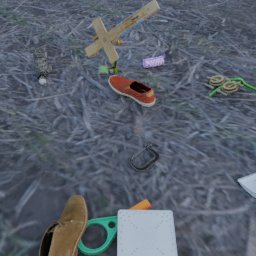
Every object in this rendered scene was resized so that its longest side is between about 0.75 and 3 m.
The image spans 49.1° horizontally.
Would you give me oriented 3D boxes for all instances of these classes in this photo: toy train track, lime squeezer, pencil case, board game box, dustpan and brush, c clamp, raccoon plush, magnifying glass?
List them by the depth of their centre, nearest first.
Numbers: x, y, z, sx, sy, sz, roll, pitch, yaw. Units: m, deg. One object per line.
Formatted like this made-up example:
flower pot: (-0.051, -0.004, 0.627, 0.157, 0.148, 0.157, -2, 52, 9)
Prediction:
board game box: (0.470, 2.844, 7.171, 1.479, 0.191, 1.479, 1, 51, -2)
magnifying glass: (-0.356, 2.585, 7.567, 2.238, 0.251, 0.891, -24, 49, -24)
dustpan and brush: (4.411, 1.919, 7.966, 1.501, 0.616, 2.151, -15, 46, -15)
toy train track: (-0.177, -2.955, 8.566, 0.429, 2.634, 1.511, -10, 74, -64)
c clamp: (0.482, 0.916, 9.350, 1.056, 0.167, 1.236, 34, 52, 23)
lime squeezer: (4.491, -1.736, 11.964, 2.348, 0.443, 0.829, -4, 77, -5)
raccoon plush: (-3.827, -2.886, 12.504, 0.818, 1.133, 1.691, -18, 47, -18)
pencil case: (1.214, -3.135, 13.246, 1.069, 0.457, 0.448, -16, 63, -14)

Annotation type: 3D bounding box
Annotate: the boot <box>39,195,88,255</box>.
boot: (-1.600, 2.523, 7.096, 0.794, 0.814, 2.156, -21, 37, 23)

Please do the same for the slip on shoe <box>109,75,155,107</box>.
slip on shoe: (0.142, -1.707, 11.602, 2.385, 0.730, 0.883, 33, 55, 31)

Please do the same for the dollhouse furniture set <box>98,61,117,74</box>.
dollhouse furniture set: (-0.942, -2.820, 12.929, 0.895, 0.449, 0.586, -2, 44, -2)

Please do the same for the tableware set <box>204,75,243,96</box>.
tableware set: (4.014, -1.927, 11.800, 0.953, 0.289, 1.442, -29, 38, -12)
